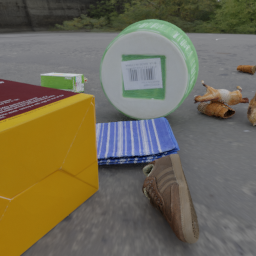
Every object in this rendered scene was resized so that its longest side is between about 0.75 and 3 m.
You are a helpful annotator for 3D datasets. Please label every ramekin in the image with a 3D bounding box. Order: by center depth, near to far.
[{"bbox_3d":[0.549,-1.572,7.959,2.799,2.799,1.367,6,23,13],"label":"ramekin"}]

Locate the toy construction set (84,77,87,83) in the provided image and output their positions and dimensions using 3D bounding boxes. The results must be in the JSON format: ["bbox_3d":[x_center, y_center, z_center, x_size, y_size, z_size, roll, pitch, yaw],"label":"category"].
[{"bbox_3d":[-2.151,-2.011,12.284,0.808,0.372,0.530,5,20,41],"label":"toy construction set"}]

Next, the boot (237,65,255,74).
[{"bbox_3d":[6.257,-3.160,14.838,0.950,0.469,1.223,13,24,26],"label":"boot"}]

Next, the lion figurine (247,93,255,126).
[{"bbox_3d":[3.960,-1.182,7.906,1.330,2.172,0.787,-11,18,-32],"label":"lion figurine"}]

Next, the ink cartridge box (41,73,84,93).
[{"bbox_3d":[-2.681,-1.647,10.569,1.414,0.725,1.913,6,15,15],"label":"ink cartridge box"}]

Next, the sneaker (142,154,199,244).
[{"bbox_3d":[0.627,1.121,4.525,0.761,0.710,2.015,-17,18,10],"label":"sneaker"}]

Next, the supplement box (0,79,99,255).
[{"bbox_3d":[-2.345,0.457,4.372,2.720,1.806,2.683,13,26,28],"label":"supplement box"}]

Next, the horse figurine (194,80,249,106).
[{"bbox_3d":[3.013,-1.046,8.870,1.854,0.463,1.228,12,32,5],"label":"horse figurine"}]

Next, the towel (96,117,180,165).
[{"bbox_3d":[-0.259,0.231,6.468,2.618,0.312,1.896,-4,26,1],"label":"towel"}]

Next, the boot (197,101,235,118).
[{"bbox_3d":[2.980,-0.669,8.890,1.287,0.474,0.996,-28,33,-29],"label":"boot"}]
